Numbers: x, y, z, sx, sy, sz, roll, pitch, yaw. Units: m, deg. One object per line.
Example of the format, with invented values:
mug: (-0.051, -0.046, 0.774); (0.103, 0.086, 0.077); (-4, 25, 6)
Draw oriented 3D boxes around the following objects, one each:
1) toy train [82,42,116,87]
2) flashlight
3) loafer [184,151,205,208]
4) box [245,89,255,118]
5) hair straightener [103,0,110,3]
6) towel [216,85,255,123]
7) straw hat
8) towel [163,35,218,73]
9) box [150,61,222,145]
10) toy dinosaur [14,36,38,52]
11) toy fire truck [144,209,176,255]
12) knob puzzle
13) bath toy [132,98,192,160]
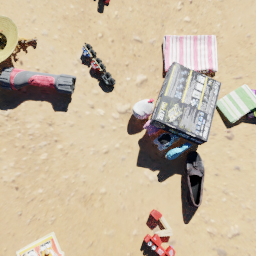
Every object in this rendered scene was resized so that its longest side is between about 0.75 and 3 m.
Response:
toy train: (-1.281, -2.644, 11.766); (0.510, 0.380, 2.226); (-35, 83, 7)
flashlight: (-3.616, -1.850, 11.327); (2.838, 0.964, 0.961); (9, 100, 1)
loafer: (2.627, 1.954, 10.784); (0.795, 0.696, 2.211); (0, 80, 2)
box: (5.699, -0.944, 11.493); (1.609, 0.290, 1.150); (6, 80, 1)
hair straightener: (-0.959, -6.589, 12.197); (0.420, 0.790, 2.053); (4, 81, 18)
towel: (4.490, -0.998, 11.418); (1.448, 0.169, 1.105); (-34, 75, 6)
straw hat: (-5.380, -3.393, 11.544); (2.445, 1.035, 2.445); (-2, 74, 7)
towel: (2.655, -3.149, 11.851); (2.275, 0.340, 1.665); (-1, 81, 0)
box: (2.293, -0.979, 10.882); (2.203, 0.671, 2.733); (23, 68, -8)
toy dinosaur: (-4.723, -3.769, 11.961); (1.698, 0.513, 0.902); (14, 61, -4)
toy fire truck: (1.262, 4.048, 10.576); (1.692, 0.412, 1.193); (42, 83, 7)
knob puzzle: (-3.166, 5.034, 10.281); (1.966, 0.273, 1.966); (-2, 69, 5)
bath toy: (1.298, -0.098, 10.989); (0.989, 1.163, 2.675); (-45, 76, 31)
